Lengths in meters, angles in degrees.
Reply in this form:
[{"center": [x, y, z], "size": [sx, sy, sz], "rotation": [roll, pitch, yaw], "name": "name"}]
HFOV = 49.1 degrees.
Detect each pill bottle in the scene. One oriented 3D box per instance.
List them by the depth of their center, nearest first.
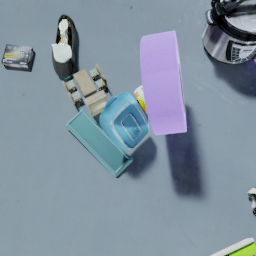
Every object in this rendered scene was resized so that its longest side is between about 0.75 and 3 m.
[{"center": [0.743, -0.879, 9.587], "size": [0.618, 0.618, 1.186], "rotation": [-27, 77, -8], "name": "pill bottle"}]

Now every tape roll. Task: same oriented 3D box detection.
[{"center": [1.049, -1.214, 7.834], "size": [0.907, 2.766, 2.766], "rotation": [-7, 73, 14], "name": "tape roll"}]

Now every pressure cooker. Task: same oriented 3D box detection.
[{"center": [3.763, -3.599, 9.407], "size": [2.234, 2.501, 2.200], "rotation": [37, 77, 9], "name": "pressure cooker"}]

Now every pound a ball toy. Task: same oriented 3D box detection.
[{"center": [2.653, 4.389, 7.732], "size": [2.575, 1.094, 1.679], "rotation": [-23, 65, -5], "name": "pound a ball toy"}]

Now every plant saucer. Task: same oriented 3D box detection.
[{"center": [-0.977, 0.468, 9.309], "size": [0.866, 0.235, 2.476], "rotation": [-44, 83, -9], "name": "plant saucer"}]

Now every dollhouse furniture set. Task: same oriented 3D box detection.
[{"center": [-1.342, -1.342, 9.502], "size": [1.370, 1.038, 1.563], "rotation": [-28, 76, -8], "name": "dollhouse furniture set"}]

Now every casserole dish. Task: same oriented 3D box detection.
[{"center": [-0.001, -0.105, 8.387], "size": [1.302, 2.149, 0.417], "rotation": [-46, 50, -10], "name": "casserole dish"}]

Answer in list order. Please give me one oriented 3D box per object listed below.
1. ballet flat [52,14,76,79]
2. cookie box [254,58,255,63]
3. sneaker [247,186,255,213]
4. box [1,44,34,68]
[{"center": [-2.365, -3.018, 10.106], "size": [0.829, 0.834, 2.437], "rotation": [-2, 74, -1], "name": "ballet flat"}, {"center": [5.334, -2.674, 9.865], "size": [1.293, 1.106, 0.486], "rotation": [-17, 71, -5], "name": "cookie box"}, {"center": [4.253, 2.599, 8.558], "size": [0.665, 0.657, 1.674], "rotation": [-17, 64, -9], "name": "sneaker"}, {"center": [-4.054, -2.644, 10.303], "size": [0.993, 0.240, 0.786], "rotation": [7, 74, 2], "name": "box"}]
